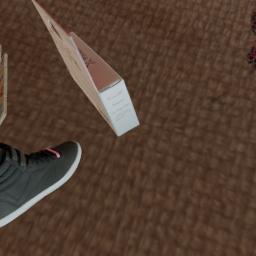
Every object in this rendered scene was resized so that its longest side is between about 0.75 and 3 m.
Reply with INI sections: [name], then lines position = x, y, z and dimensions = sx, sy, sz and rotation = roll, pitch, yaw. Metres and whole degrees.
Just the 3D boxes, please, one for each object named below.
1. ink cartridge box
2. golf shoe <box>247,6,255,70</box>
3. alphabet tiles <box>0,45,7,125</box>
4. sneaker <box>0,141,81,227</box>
[ink cartridge box]
position = -0.969, -1.512, 6.168
dimensions = 0.623, 2.482, 2.860
rotation = -31, 46, -9
[golf shoe]
position = 3.820, -2.702, 7.193
dimensions = 0.987, 2.720, 1.252
rotation = 36, 75, 26
[alphabet tiles]
position = -3.222, -0.644, 6.476
dimensions = 0.100, 2.226, 2.663
rotation = 15, 44, -37
[sneaker]
position = -1.989, 0.703, 5.727
dimensions = 0.922, 1.294, 2.609
rotation = 16, 39, 33
